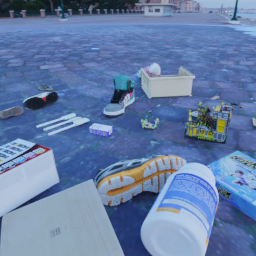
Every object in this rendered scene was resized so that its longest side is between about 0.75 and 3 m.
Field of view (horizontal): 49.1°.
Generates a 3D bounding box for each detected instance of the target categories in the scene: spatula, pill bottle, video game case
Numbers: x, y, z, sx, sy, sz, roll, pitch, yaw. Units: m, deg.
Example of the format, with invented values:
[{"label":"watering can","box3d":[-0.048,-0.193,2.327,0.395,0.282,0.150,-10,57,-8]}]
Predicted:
[{"label":"spatula","box3d":[-2.651,-0.197,11.435,1.872,0.150,1.302,-22,35,-38]},{"label":"pill bottle","box3d":[1.278,1.743,6.201,1.292,1.292,2.305,12,28,23]},{"label":"video game case","box3d":[3.267,1.468,7.698,1.831,0.459,2.020,-16,31,-31]}]

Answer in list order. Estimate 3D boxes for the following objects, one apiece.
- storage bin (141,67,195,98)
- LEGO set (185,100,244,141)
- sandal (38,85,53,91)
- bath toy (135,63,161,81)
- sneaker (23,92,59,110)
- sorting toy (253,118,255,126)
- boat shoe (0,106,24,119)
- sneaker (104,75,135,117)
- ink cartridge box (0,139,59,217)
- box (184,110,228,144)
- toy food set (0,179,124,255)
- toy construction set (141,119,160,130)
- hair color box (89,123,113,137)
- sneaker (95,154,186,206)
[{"label":"storage bin","box3d":[2.027,-2.534,15.089,2.346,1.099,2.329,-4,27,-8]},{"label":"LEGO set","box3d":[2.979,-0.535,9.909,1.642,1.237,2.135,18,32,32]},{"label":"sandal","box3d":[-4.519,-2.219,15.399,0.898,0.256,0.357,7,27,14]},{"label":"bath toy","box3d":[1.229,-3.167,16.018,0.908,0.772,2.089,-54,20,-16]},{"label":"sneaker","box3d":[-4.213,-1.276,13.278,1.760,0.619,0.823,-27,19,-39]},{"label":"sorting toy","box3d":[5.419,-0.076,11.147,0.880,0.175,1.190,14,26,17]},{"label":"boat shoe","box3d":[-5.103,-0.710,12.157,0.414,0.421,1.131,8,18,37]},{"label":"sneaker","box3d":[-0.368,-1.594,12.681,1.053,1.520,2.518,9,29,19]},{"label":"ink cartridge box","box3d":[-3.497,1.268,7.166,2.197,1.049,2.502,10,27,38]},{"label":"box","box3d":[3.071,-0.098,10.904,1.527,0.422,1.907,9,28,17]},{"label":"toy food set","box3d":[-1.329,2.386,5.615,2.124,0.894,2.959,-20,29,-13]},{"label":"toy construction set","box3d":[0.880,-0.164,11.178,0.775,0.357,0.508,-6,24,13]},{"label":"hair color box","box3d":[-1.036,0.076,10.748,0.812,0.263,0.444,12,29,18]},{"label":"sneaker","box3d":[0.345,1.210,7.635,2.703,1.058,1.044,-9,20,-19]}]
